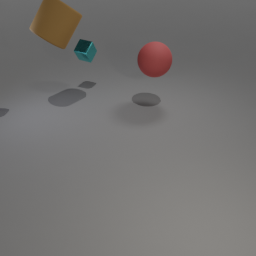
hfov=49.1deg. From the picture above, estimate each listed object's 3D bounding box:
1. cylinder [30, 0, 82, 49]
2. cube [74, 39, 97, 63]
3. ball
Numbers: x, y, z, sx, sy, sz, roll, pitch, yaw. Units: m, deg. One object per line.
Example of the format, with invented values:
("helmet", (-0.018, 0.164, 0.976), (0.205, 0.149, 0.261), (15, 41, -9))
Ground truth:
("cylinder", (-2.581, -3.806, 10.065), (1.400, 1.400, 1.400), (30, 13, -8))
("cube", (-1.967, -3.575, 12.990), (0.700, 0.700, 0.700), (18, 73, 19))
("ball", (1.078, -2.749, 11.285), (1.400, 1.400, 1.400), (0, 31, 0))
